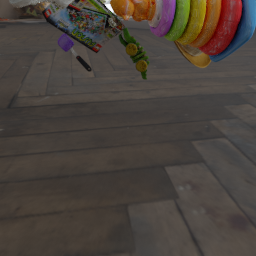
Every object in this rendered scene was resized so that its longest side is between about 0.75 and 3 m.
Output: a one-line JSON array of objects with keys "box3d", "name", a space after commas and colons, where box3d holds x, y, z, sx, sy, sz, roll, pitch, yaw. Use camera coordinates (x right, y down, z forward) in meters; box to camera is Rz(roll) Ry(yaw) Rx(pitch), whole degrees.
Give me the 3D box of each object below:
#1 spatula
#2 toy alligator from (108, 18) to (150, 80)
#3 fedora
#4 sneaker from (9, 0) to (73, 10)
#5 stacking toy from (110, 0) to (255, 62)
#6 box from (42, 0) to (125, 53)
[{"box3d": [-1.927, -2.705, 10.269, 1.736, 0.491, 0.178, 49, 12, 9], "name": "spatula"}, {"box3d": [0.158, -2.517, 8.627, 0.523, 2.177, 0.722, -30, 15, 12], "name": "toy alligator"}, {"box3d": [2.400, -3.414, 9.047, 1.168, 2.865, 2.865, -17, 8, 45], "name": "fedora"}, {"box3d": [-1.117, -1.772, 3.840, 0.878, 0.507, 0.323, -24, 63, 7], "name": "sneaker"}, {"box3d": [0.921, -2.189, 5.357, 2.609, 1.514, 1.432, -1, -9, -16], "name": "stacking toy"}, {"box3d": [-1.286, -3.431, 8.944, 0.453, 1.437, 2.611, 60, 20, 19], "name": "box"}]
